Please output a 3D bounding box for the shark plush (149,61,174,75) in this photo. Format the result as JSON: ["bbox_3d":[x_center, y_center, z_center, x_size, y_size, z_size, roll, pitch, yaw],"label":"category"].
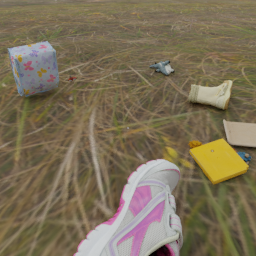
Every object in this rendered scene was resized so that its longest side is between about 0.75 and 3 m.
[{"bbox_3d":[1.415,-2.709,12.453,1.371,0.623,0.571,33,74,36],"label":"shark plush"}]

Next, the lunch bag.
[{"bbox_3d":[-3.267,-2.007,9.820,1.433,1.690,1.074,-21,45,-24],"label":"lunch bag"}]

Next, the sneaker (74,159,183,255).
[{"bbox_3d":[0.357,1.633,4.568,1.221,1.126,2.768,17,43,25],"label":"sneaker"}]

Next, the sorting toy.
[{"bbox_3d":[3.332,0.208,7.744,1.310,0.239,1.213,9,32,6],"label":"sorting toy"}]

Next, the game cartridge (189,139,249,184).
[{"bbox_3d":[2.130,0.762,6.610,0.953,0.175,1.081,-17,43,-11],"label":"game cartridge"}]

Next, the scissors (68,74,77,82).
[{"bbox_3d":[-2.282,-1.972,11.052,0.345,0.066,0.942,-20,-1,6],"label":"scissors"}]

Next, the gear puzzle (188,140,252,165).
[{"bbox_3d":[2.283,0.574,7.104,1.558,0.204,0.807,21,37,31],"label":"gear puzzle"}]

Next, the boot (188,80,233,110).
[{"bbox_3d":[2.877,-1.274,9.822,1.397,0.654,1.797,11,36,17],"label":"boot"}]
